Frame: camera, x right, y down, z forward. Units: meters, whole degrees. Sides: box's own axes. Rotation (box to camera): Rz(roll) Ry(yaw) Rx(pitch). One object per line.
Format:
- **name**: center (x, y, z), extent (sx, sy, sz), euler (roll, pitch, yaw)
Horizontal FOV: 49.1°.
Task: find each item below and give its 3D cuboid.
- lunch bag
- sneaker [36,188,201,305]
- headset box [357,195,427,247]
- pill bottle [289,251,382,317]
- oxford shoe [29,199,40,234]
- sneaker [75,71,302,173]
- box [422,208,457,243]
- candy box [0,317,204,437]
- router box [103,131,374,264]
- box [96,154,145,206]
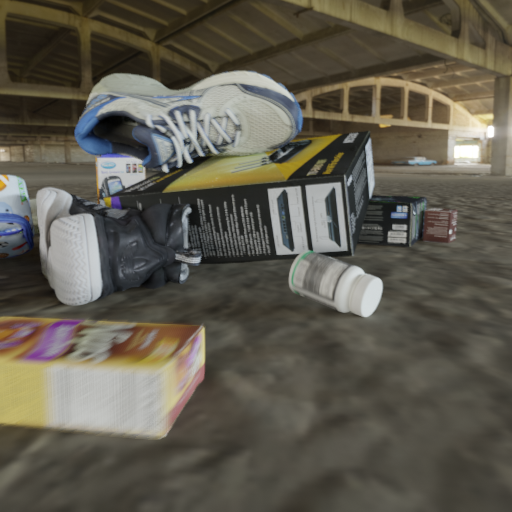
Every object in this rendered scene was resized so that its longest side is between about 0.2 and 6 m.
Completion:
- **lunch bag**: center (-4.473, -0.509, 7.866), extent (2.477, 0.936, 1.985), euler (-5, -11, -19)
- **sneaker**: center (-1.806, -0.202, 7.200), extent (1.746, 1.158, 3.068), euler (-4, 17, -26)
- **headset box**: center (2.427, -0.730, 10.955), extent (1.547, 0.824, 1.777), euler (5, 11, 26)
- **pill bottle**: center (0.817, 0.292, 5.810), extent (0.876, 0.496, 0.496), euler (21, 21, 35)
- **oxford shoe**: center (-4.000, -0.962, 11.999), extent (2.555, 0.738, 0.961), euler (-6, -14, -32)
- **sneaker**: center (-1.131, -1.911, 8.725), extent (3.664, 1.412, 1.561), euler (3, 41, 16)
- **box**: center (3.532, -0.588, 10.750), extent (0.503, 0.613, 0.509), euler (7, 13, 32)
- **candy box**: center (-1.202, 0.733, 3.684), extent (1.571, 0.443, 0.916), euler (3, 9, 8)
- **router box**: center (0.094, -1.079, 9.248), extent (3.377, 1.122, 4.295), euler (-4, 18, 16)
- **box**: center (-3.124, -1.592, 12.984), extent (1.080, 1.814, 0.376), euler (-4, 13, -21)
